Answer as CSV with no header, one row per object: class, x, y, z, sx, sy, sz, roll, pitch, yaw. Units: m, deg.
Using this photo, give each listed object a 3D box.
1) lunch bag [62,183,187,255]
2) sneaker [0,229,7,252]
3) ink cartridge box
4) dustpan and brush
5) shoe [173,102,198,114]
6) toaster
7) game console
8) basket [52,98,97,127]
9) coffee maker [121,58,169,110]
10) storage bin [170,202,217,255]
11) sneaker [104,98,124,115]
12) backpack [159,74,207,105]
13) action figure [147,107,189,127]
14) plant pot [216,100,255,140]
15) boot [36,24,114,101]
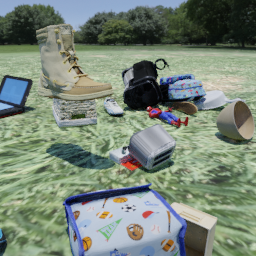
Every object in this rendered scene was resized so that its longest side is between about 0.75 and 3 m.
lunch bag,-0.189,1.713,4.937,1.729,1.260,2.034,-6,15,-17
sneaker,-2.412,2.173,4.927,0.331,0.370,0.903,-2,21,-7
ink cartridge box,0.200,0.857,8.742,1.215,0.265,1.055,-16,24,-37
dustpan and brush,4.611,-1.389,14.055,2.431,0.696,1.696,-9,24,46
shoe,2.818,-1.010,13.456,0.422,0.553,1.582,-4,16,-31
toaster,0.702,0.569,8.344,1.520,0.864,0.982,-21,50,-33
game console,-6.229,-1.608,13.699,2.574,1.527,2.218,14,24,35
basket,-2.451,-1.161,12.457,1.676,1.525,2.473,-7,20,-20
coffee maker,0.919,-2.433,14.508,1.844,2.629,2.738,38,22,-23
storage bin,1.073,1.888,4.979,0.859,0.865,0.405,15,22,36
sneaker,-0.727,-1.022,13.412,0.633,0.638,1.762,-8,23,-25
backpack,2.858,-2.017,14.376,1.972,1.453,2.160,-9,8,-26
action figure,1.611,-0.586,12.375,0.754,0.596,2.306,-17,23,-33
plant pot,3.872,-0.213,10.390,1.438,1.438,0.966,-18,0,-41
boot,-1.572,-1.848,7.877,2.669,2.074,0.971,10,16,35
